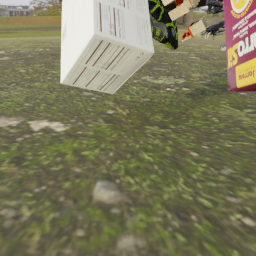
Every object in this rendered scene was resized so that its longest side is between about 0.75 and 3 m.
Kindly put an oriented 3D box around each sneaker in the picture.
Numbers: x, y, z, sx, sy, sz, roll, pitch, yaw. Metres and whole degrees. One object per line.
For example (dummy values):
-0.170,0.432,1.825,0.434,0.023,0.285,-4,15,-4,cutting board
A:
0.913,-3.541,9.598,1.052,1.038,2.753,-10,-23,32,sneaker

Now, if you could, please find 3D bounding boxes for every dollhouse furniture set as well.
1.378,-2.911,6.932,0.693,1.331,1.345,-18,23,38,dollhouse furniture set

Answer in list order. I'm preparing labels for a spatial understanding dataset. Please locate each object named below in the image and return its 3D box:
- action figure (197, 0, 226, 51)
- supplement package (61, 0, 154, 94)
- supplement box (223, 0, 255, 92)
2.712,-3.113,8.269,1.386,2.716,1.614,-28,-10,23,action figure
-0.684,-2.783,7.499,1.609,2.901,2.260,9,-24,-29,supplement package
2.194,-1.718,4.062,1.139,2.207,1.445,-4,0,-5,supplement box
